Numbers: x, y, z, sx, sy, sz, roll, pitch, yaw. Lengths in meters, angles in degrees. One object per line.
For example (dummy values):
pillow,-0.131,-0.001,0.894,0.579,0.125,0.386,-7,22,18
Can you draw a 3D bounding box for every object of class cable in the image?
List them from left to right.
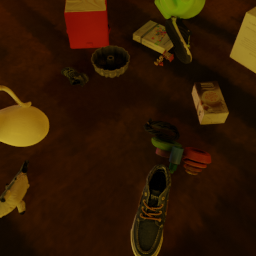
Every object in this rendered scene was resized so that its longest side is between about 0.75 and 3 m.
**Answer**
cable,1.181,0.057,9.647,1.285,0.327,1.049,26,26,16

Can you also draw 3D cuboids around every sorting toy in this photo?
sorting toy,1.592,0.961,8.970,2.020,1.214,0.829,18,99,22

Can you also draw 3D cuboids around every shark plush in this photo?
shark plush,-3.539,1.750,8.507,0.810,0.884,1.945,-15,54,28

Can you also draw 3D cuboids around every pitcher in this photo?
pitcher,-2.738,-0.251,6.813,1.050,1.486,1.732,31,15,27

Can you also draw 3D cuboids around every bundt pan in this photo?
bundt pan,-0.717,-2.714,11.742,1.619,0.608,1.619,0,53,0

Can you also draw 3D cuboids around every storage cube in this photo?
storage cube,-1.817,-4.867,12.557,2.036,1.830,1.740,-3,54,-3

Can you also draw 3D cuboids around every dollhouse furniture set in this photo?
dollhouse furniture set,1.567,-2.937,12.140,0.428,0.323,0.795,38,80,24

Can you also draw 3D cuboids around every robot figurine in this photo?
robot figurine,2.598,-6.069,13.103,2.938,2.578,1.700,-27,91,-56

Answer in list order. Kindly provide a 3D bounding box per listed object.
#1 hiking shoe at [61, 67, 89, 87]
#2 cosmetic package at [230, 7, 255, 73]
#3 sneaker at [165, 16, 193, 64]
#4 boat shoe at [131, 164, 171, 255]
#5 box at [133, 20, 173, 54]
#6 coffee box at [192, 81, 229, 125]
hiking shoe,-2.241,-2.062,11.347,1.243,0.471,0.626,20,53,13
cosmetic package,5.714,-3.706,11.489,1.807,2.160,1.797,-36,61,-23
sneaker,2.449,-3.965,12.223,0.987,0.854,2.383,-16,74,-11
boat shoe,0.637,2.272,7.773,0.896,1.149,2.532,10,55,7
box,1.335,-4.232,12.999,1.773,0.365,1.383,34,61,21
coffee box,3.021,-0.961,10.445,0.909,0.634,1.589,-4,54,-3
